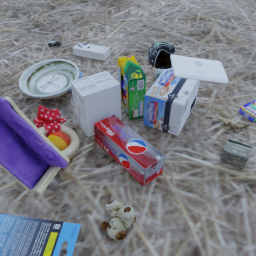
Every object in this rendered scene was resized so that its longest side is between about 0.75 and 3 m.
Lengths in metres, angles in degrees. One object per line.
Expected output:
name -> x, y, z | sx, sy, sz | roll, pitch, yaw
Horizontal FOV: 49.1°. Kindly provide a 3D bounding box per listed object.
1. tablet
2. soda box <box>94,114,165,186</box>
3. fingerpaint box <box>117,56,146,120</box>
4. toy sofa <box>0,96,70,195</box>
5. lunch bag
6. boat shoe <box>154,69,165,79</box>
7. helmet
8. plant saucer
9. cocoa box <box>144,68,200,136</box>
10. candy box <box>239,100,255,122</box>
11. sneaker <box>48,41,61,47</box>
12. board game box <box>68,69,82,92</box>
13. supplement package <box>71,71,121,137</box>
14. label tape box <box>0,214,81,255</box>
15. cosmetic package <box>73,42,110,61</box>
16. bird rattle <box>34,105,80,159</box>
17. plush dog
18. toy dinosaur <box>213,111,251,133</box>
tablet -> 1.909, -1.607, 7.557 | 1.493, 0.102, 0.971 | 6, 48, -9
soda box -> -0.032, 0.731, 10.384 | 1.035, 0.937, 2.956 | -28, 49, -29
fingerpaint box -> 0.138, -1.746, 12.182 | 0.784, 2.136, 1.782 | -12, 45, -11
toy sofa -> -2.866, 0.487, 7.169 | 1.302, 2.668, 1.105 | -3, 43, 44
lunch bag -> 4.091, 0.840, 10.501 | 0.913, 0.655, 1.114 | 21, 41, 20
boat shoe -> 1.768, -2.821, 14.487 | 0.790, 0.774, 2.218 | -10, 41, 16
helmet -> 1.141, -2.574, 9.906 | 0.944, 0.991, 0.991 | 4, 43, -3
plant saucer -> -3.579, -2.154, 13.053 | 2.800, 0.703, 2.800 | -3, 48, 4
cocoa box -> 1.870, -1.199, 11.945 | 1.621, 1.648, 2.471 | 19, 46, 19
candy box -> 5.588, -0.766, 12.425 | 0.975, 0.375, 0.824 | -24, 49, -22
sneaker -> -4.554, -5.291, 17.373 | 0.831, 0.323, 0.359 | -8, 40, -9
board game box -> -3.556, -2.190, 13.913 | 2.667, 0.519, 2.107 | -9, 48, -2
supplement package -> -1.242, -0.969, 11.380 | 1.620, 2.080, 1.153 | -22, 47, -22
label tape box -> -2.621, 3.412, 7.607 | 2.432, 0.770, 1.754 | 6, 43, 6
cosmetic package -> -2.130, -4.483, 16.351 | 2.017, 0.511, 0.833 | 14, 46, 15
bird rattle -> -2.966, 0.480, 10.758 | 2.286, 1.579, 2.803 | 24, 34, 8
plush dog -> -0.251, 2.840, 8.372 | 1.136, 0.912, 0.976 | 5, 50, 49
toy dinosaur -> 4.277, -0.182, 11.854 | 1.678, 0.488, 0.848 | 22, 31, 12
